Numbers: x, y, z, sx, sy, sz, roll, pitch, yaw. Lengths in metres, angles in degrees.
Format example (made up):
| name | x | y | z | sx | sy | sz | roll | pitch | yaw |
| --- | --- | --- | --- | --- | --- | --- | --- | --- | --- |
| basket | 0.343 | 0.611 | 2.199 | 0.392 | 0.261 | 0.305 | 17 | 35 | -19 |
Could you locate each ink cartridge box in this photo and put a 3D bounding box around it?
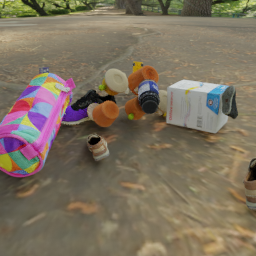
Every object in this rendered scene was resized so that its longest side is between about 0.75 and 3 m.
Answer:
| name | x | y | z | sx | sy | sz | roll | pitch | yaw |
| --- | --- | --- | --- | --- | --- | --- | --- | --- | --- |
| ink cartridge box | 2.039 | -0.680 | 8.162 | 1.538 | 1.133 | 1.113 | 15 | 27 | 32 |

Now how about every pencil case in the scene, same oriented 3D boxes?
| name | x | y | z | sx | sy | sz | roll | pitch | yaw |
| --- | --- | --- | --- | --- | --- | --- | --- | --- | --- |
| pencil case | -2.166 | -0.254 | 6.656 | 1.298 | 1.298 | 2.936 | 2 | 39 | 4 |

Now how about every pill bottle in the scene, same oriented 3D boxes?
| name | x | y | z | sx | sy | sz | roll | pitch | yaw |
| --- | --- | --- | --- | --- | --- | --- | --- | --- | --- |
| pill bottle | 0.582 | -0.870 | 7.797 | 0.588 | 0.588 | 1.051 | 0 | 39 | 0 |

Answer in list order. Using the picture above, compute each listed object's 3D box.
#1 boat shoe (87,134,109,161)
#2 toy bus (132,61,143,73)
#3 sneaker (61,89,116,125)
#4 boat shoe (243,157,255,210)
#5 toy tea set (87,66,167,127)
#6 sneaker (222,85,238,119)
| name | x | y | z | sx | sy | sz | roll | pitch | yaw |
| --- | --- | --- | --- | --- | --- | --- | --- | --- | --- |
| boat shoe | -0.762 | 0.342 | 6.728 | 0.477 | 0.452 | 1.260 | -27 | 22 | -10 |
| toy bus | 0.370 | -2.064 | 11.142 | 0.422 | 0.508 | 1.298 | 4 | 53 | -3 |
| sneaker | -1.243 | -0.700 | 8.301 | 1.919 | 0.954 | 0.667 | -8 | 39 | -22 |
| boat shoe | 2.691 | 0.853 | 5.405 | 0.690 | 0.654 | 1.822 | -17 | 10 | 39 |
| toy tea set | -0.043 | -0.914 | 8.644 | 2.978 | 1.771 | 1.102 | -14 | -11 | -36 |
| sneaker | 2.653 | -0.653 | 7.204 | 0.438 | 0.824 | 0.308 | 27 | -18 | -36 |
